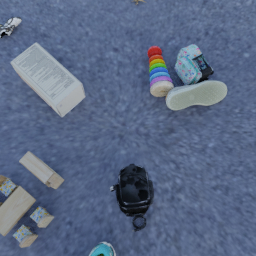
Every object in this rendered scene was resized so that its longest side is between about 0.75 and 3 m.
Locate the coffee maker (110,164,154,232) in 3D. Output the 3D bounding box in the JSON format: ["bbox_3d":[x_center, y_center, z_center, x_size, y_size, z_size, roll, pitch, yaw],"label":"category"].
[{"bbox_3d":[0.290,2.285,9.144,1.315,1.952,1.875,-28,72,-9],"label":"coffee maker"}]

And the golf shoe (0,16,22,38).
[{"bbox_3d":[-5.223,-4.407,12.374,1.320,0.513,0.623,-30,83,-3],"label":"golf shoe"}]

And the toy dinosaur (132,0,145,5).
[{"bbox_3d":[0.438,-5.976,13.027,0.817,0.238,0.413,28,71,10],"label":"toy dinosaur"}]

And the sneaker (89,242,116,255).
[{"bbox_3d":[-1.305,4.953,8.611,1.131,1.162,2.918,20,72,7],"label":"sneaker"}]

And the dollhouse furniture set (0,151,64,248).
[{"bbox_3d":[-3.521,2.267,9.282,2.241,1.698,2.557,37,74,12],"label":"dollhouse furniture set"}]

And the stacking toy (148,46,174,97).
[{"bbox_3d":[1.250,-2.423,11.481,0.940,0.940,2.203,-5,65,-2],"label":"stacking toy"}]

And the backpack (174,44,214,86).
[{"bbox_3d":[2.527,-2.504,11.199,1.121,1.322,1.489,-21,77,-10],"label":"backpack"}]

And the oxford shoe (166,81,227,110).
[{"bbox_3d":[2.658,-1.337,11.040,2.703,0.781,1.016,-14,112,-14],"label":"oxford shoe"}]

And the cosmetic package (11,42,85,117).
[{"bbox_3d":[-3.112,-1.892,11.063,1.385,1.169,2.680,-43,75,-14],"label":"cosmetic package"}]
